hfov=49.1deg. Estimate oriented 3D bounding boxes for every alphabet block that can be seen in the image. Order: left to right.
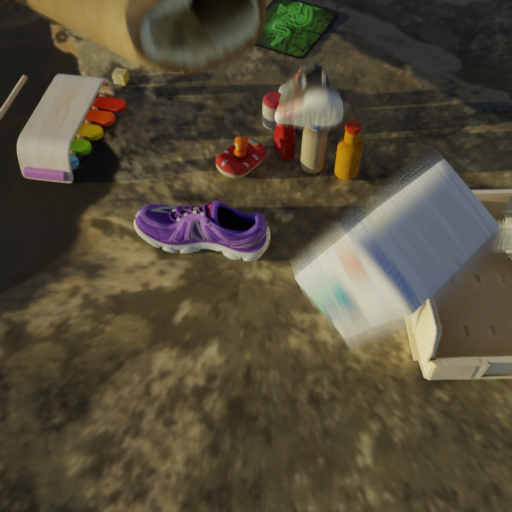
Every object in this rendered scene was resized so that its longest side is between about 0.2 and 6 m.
[{"bbox_3d":[-2.648,-3.504,10.954,0.239,0.234,0.235,12,57,10],"label":"alphabet block"}]

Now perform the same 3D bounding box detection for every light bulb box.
[{"bbox_3d":[1.034,-0.017,4.298,1.074,1.065,0.670,-38,87,-23],"label":"light bulb box"}]

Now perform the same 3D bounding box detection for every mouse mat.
[{"bbox_3d":[0.714,-4.986,12.143,1.568,0.073,1.948,23,56,16],"label":"mouse mat"}]

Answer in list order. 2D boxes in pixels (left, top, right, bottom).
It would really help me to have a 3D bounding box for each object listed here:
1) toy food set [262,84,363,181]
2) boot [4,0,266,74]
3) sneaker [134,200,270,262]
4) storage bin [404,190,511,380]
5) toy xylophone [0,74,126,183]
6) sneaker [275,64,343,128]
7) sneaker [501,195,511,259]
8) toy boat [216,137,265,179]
[{"bbox_3d":[0.838,-2.355,9.586,1.142,1.076,2.392,-19,56,-13],"label":"toy food set"},{"bbox_3d":[-2.352,-2.871,5.843,3.808,1.259,3.335,33,51,25],"label":"boot"},{"bbox_3d":[-0.810,-0.555,8.410,2.080,0.868,0.839,7,54,6],"label":"sneaker"},{"bbox_3d":[3.259,0.355,7.579,2.425,1.136,2.407,-1,53,-1],"label":"storage bin"},{"bbox_3d":[-3.544,-2.431,9.917,1.841,0.632,2.515,14,55,10],"label":"toy xylophone"},{"bbox_3d":[0.668,-2.222,7.582,0.782,0.831,2.030,7,10,-12],"label":"sneaker"},{"bbox_3d":[3.424,-0.843,5.378,0.987,2.478,0.960,26,21,-23],"label":"sneaker"},{"bbox_3d":[-0.271,-1.747,9.438,0.601,0.602,0.920,34,61,22],"label":"toy boat"}]
